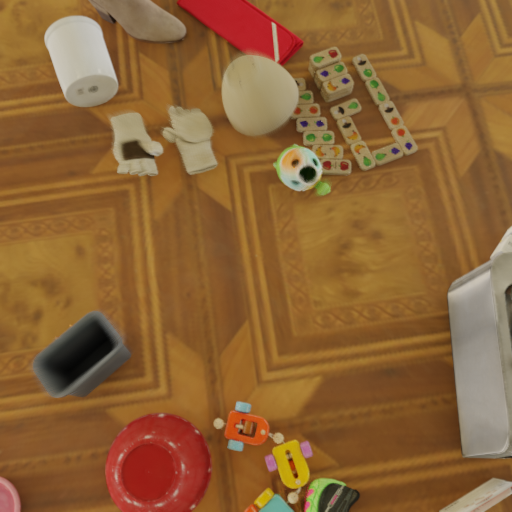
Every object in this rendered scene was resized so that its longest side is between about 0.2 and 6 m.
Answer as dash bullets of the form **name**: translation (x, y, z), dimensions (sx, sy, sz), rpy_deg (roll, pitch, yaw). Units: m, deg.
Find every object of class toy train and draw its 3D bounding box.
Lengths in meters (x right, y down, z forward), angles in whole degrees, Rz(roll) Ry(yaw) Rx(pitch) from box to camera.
- **toy train**: translation (0.039, 3.562, 9.058), dimensions (1.649, 0.610, 2.195), rpy_deg (6, 71, 5)

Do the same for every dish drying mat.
- **dish drying mat**: translation (-0.347, -4.934, 11.788), dimensions (2.704, 0.246, 1.038), rpy_deg (39, 78, 11)

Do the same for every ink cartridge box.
- **ink cartridge box**: translation (3.502, 3.868, 8.738), dimensions (1.101, 0.956, 0.240), rpy_deg (-27, 75, -8)
- **ink cartridge box**: translation (4.736, -0.149, 10.193), dimensions (0.520, 0.511, 0.706), rpy_deg (35, 76, 10)

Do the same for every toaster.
- **toaster**: translation (4.956, 1.514, 8.852), dimensions (3.225, 2.116, 3.566), rpy_deg (1, 73, -1)

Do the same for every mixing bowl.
- **mixing bowl**: translation (-1.626, 3.403, 8.890), dimensions (1.777, 0.962, 1.777), rpy_deg (0, 74, 0)

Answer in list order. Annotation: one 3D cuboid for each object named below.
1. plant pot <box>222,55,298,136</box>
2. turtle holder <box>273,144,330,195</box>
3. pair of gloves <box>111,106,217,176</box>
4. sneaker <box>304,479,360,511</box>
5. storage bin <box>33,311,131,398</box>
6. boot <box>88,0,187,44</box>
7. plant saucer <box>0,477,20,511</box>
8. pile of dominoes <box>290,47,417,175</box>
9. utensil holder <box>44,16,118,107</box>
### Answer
- **plant pot**: translation (-0.065, -3.187, 10.586), dimensions (1.485, 0.997, 1.485), rpy_deg (-12, 61, 22)
- **turtle holder**: translation (0.860, -1.503, 10.379), dimensions (0.793, 0.741, 1.044), rpy_deg (-26, 117, -8)
- **pair of gloves**: translation (-1.768, -2.222, 10.681), dimensions (1.913, 0.335, 1.627), rpy_deg (-8, 61, -8)
- **sneaker**: translation (1.239, 4.736, 8.482), dimensions (1.052, 0.964, 2.511), rpy_deg (1, 74, 4)
- **storage bin**: translation (-2.843, 1.695, 9.366), dimensions (1.389, 0.933, 1.011), rpy_deg (-41, 66, -10)
- **boot**: translation (-2.540, -5.169, 11.128), dimensions (2.243, 1.640, 0.788), rpy_deg (16, 73, 4)
- **plant saucer**: translation (-4.321, 4.110, 9.024), dimensions (1.085, 0.275, 1.085), rpy_deg (0, 72, -1)
- **pile of dominoes**: translation (1.754, -2.883, 11.080), dimensions (2.031, 0.415, 2.606), rpy_deg (-22, 74, -7)
- **utensil holder**: translation (-3.399, -3.780, 10.997), dimensions (1.129, 1.129, 1.328), rpy_deg (-21, 77, -6)
